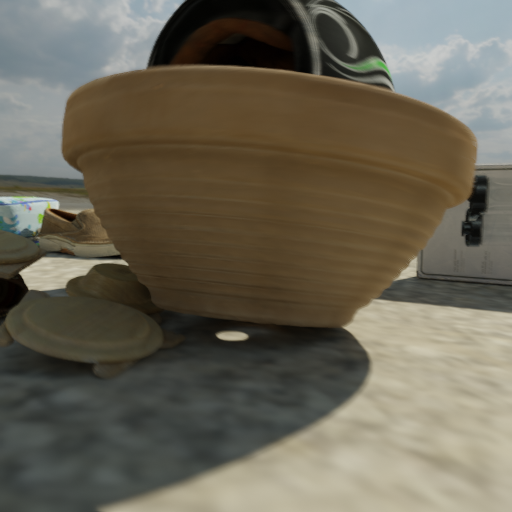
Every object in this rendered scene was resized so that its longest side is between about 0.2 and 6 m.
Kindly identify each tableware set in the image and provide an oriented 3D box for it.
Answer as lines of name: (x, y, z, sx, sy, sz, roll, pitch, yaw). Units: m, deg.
tableware set: (-1.974, 0.283, 4.715, 2.923, 0.339, 2.442, 14, 12, 1)

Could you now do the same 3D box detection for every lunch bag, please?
lunch bag: (-6.020, -0.758, 12.562, 2.840, 1.171, 2.283, 1, 7, 13)

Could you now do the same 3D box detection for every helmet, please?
helmet: (0.367, -1.813, 7.556, 3.291, 3.291, 3.138, 4, -2, 31)

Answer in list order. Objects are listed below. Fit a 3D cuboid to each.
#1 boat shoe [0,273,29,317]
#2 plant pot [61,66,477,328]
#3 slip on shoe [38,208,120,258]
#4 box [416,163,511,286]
boat shoe: (-2.932, 0.308, 4.783, 0.732, 0.731, 1.979, 14, 14, 43)
plant pot: (0.031, -0.255, 4.785, 3.367, 1.554, 3.367, 6, -3, 0)
slip on shoe: (-3.336, -0.499, 11.348, 3.002, 0.910, 1.141, 5, 8, 39)
box: (3.583, -0.419, 7.349, 2.756, 1.607, 0.829, 3, 7, 32)
